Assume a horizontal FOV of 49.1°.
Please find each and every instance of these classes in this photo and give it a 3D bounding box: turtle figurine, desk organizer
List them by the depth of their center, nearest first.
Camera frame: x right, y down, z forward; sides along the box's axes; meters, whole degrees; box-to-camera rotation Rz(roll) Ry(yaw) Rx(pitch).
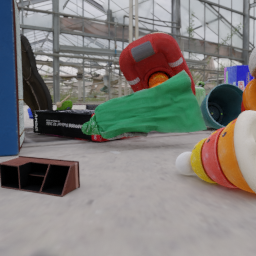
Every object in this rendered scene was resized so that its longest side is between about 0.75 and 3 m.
[{"bbox_3d":[-0.891,0.471,2.810,0.772,0.277,0.297,2,8,22],"label":"desk organizer"},{"bbox_3d":[4.246,-1.494,14.398,2.663,1.916,2.582,-5,11,-12],"label":"turtle figurine"}]

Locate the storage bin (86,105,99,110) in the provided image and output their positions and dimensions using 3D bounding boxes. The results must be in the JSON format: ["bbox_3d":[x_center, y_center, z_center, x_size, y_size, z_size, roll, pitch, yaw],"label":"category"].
[{"bbox_3d":[-1.364,-0.840,14.022,1.387,0.650,0.938,1,6,6],"label":"storage bin"}]

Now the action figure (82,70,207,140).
[{"bbox_3d":[0.195,-0.249,5.240,2.178,1.287,0.596,-13,-27,-3],"label":"action figure"}]

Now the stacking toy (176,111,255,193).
[{"bbox_3d":[0.930,0.334,2.930,0.810,0.810,1.109,-5,-10,-43],"label":"stacking toy"}]

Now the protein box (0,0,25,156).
[{"bbox_3d":[-3.273,-0.988,4.731,2.744,2.764,1.865,-2,6,-18],"label":"protein box"}]

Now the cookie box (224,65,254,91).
[{"bbox_3d":[6.273,-1.746,13.642,2.956,2.529,1.111,-1,3,-12],"label":"cookie box"}]

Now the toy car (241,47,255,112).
[{"bbox_3d":[4.108,-0.746,7.138,2.888,2.528,2.166,-4,-29,-33],"label":"toy car"}]

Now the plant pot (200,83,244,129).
[{"bbox_3d":[2.767,-0.538,8.528,1.311,1.311,1.232,-1,-9,-8],"label":"plant pot"}]

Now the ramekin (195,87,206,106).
[{"bbox_3d":[1.851,-0.963,11.475,2.809,1.372,2.809,0,6,0],"label":"ramekin"}]

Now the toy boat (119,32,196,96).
[{"bbox_3d":[0.952,-1.252,8.280,1.828,2.801,1.831,-22,37,19],"label":"toy boat"}]

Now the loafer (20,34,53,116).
[{"bbox_3d":[-3.032,-1.290,8.112,0.963,2.699,0.985,-25,9,-35],"label":"loafer"}]

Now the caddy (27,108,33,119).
[{"bbox_3d":[-4.173,-0.727,13.227,0.813,0.604,1.151,-23,-6,31],"label":"caddy"}]

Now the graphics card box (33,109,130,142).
[{"bbox_3d":[-1.025,-0.140,7.025,2.508,0.638,1.574,6,9,38],"label":"graphics card box"}]

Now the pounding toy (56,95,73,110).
[{"bbox_3d":[-3.475,-1.065,15.856,1.085,0.652,1.405,-34,-20,-22],"label":"pounding toy"}]
